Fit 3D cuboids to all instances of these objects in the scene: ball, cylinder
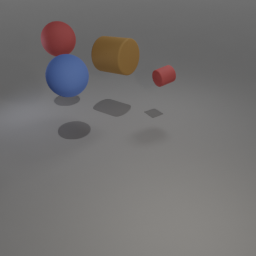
[{"bbox_3d":[-2.850,-3.641,11.492,1.400,1.400,1.400,0,30,0],"label":"ball"},{"bbox_3d":[1.450,-2.096,11.289,0.700,0.700,0.700,-25,37,-22],"label":"cylinder"},{"bbox_3d":[-2.002,-1.721,9.252,1.400,1.400,1.400,0,30,0],"label":"ball"},{"bbox_3d":[-0.489,-2.883,11.134,1.400,1.400,1.400,17,34,33],"label":"cylinder"}]
